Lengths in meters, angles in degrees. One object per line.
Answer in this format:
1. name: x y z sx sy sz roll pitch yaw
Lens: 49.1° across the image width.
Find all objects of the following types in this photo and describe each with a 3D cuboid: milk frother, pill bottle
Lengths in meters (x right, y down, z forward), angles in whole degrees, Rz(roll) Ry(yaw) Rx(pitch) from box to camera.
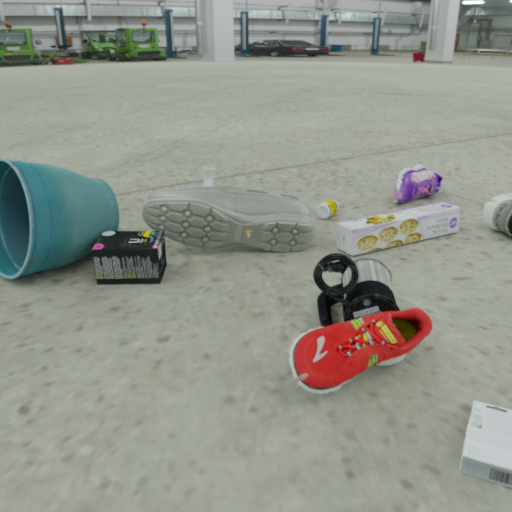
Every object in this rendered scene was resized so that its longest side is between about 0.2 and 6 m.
1. milk frother: 1.514 0.399 8.553 1.275 1.412 1.328 -1 24 6
2. pill bottle: 1.683 -1.102 13.070 0.358 0.358 0.655 14 25 27

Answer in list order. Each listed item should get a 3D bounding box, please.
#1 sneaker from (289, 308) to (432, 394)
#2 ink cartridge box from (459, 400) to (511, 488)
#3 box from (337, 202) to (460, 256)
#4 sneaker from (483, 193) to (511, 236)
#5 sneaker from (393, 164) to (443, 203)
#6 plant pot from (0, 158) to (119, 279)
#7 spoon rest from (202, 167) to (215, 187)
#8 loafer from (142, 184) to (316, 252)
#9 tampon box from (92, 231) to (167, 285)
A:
1. sneaker: 1.366 1.058 7.125 2.182 0.926 0.840 -14 68 -34
2. ink cartridge box: 2.636 2.069 6.256 0.564 0.261 1.036 11 25 22
3. box: 2.998 -0.593 11.671 2.884 0.598 0.558 -11 23 -25
4. sneaker: 6.365 -0.858 11.814 2.810 1.036 1.229 -6 25 -3
5. sneaker: 4.137 -1.784 14.168 0.889 0.809 2.011 23 32 27
6. plant pot: -3.756 -0.726 10.491 2.106 2.106 1.979 22 20 40
7. spoon rest: -1.426 -1.607 14.203 0.880 0.537 1.772 5 38 14
8. loafer: -0.511 -0.832 11.170 3.451 1.207 1.204 8 39 -14
9. tampon box: -2.275 0.019 10.189 1.154 0.728 0.865 -1 24 -1
